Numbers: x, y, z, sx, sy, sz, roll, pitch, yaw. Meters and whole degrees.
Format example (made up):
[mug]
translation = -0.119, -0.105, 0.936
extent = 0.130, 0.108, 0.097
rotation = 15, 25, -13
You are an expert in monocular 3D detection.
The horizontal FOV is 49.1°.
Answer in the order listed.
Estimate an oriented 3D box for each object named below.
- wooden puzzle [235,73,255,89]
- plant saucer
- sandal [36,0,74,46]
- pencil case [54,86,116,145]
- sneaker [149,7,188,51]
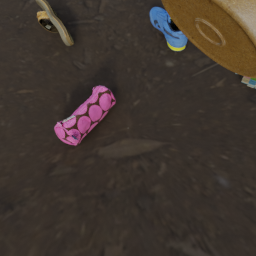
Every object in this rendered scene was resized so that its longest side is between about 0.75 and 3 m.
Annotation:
[wooden puzzle]
translation = 3.836, -1.440, 8.002
extent = 1.590, 0.112, 0.943
rotation = 24, 59, 15
[plant saucer]
translation = 1.173, -1.365, 3.575
extent = 0.427, 2.409, 2.409
rotation = -48, 65, 5
[sandal]
translation = -2.489, -3.386, 8.960
extent = 0.636, 0.947, 2.357
rotation = -35, 65, 3
[pencil case]
translation = -1.015, -0.358, 6.847
extent = 0.761, 0.786, 1.678
rotation = 14, 52, 35
[sneaker]
translation = 1.299, -3.396, 8.905
extent = 0.700, 0.833, 2.124
rotation = -18, 56, -9
